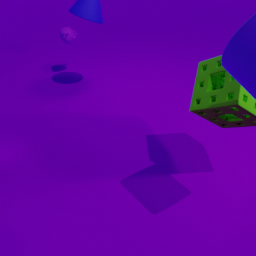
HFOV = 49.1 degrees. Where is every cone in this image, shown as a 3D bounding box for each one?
[{"bbox_3d":[-1.236,-4.357,9.427,1.234,1.239,1.234,18,25,-9],"label":"cone"}]

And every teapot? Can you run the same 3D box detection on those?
[{"bbox_3d":[-2.376,-3.778,11.339,0.561,0.713,1.147,-24,10,17],"label":"teapot"}]

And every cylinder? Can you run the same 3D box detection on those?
[{"bbox_3d":[2.147,-0.931,3.952,1.158,1.158,1.158,-21,63,-27],"label":"cylinder"}]

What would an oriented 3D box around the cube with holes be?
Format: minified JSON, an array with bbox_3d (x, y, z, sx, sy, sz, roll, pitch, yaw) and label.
[{"bbox_3d":[2.303,-0.782,6.124,1.208,1.208,1.208,22,-15,-32],"label":"cube with holes"}]
